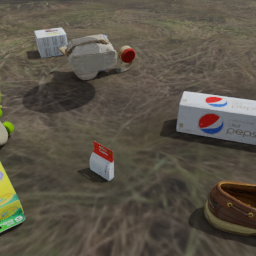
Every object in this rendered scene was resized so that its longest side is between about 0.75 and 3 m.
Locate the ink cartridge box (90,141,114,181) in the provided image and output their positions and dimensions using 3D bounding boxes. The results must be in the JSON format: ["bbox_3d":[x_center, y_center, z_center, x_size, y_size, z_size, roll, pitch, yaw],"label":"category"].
[{"bbox_3d":[-0.670,0.823,7.010,0.691,0.863,0.204,25,42,32],"label":"ink cartridge box"}]

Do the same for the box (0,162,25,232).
[{"bbox_3d":[-3.221,1.558,6.274,1.234,0.509,2.103,-22,42,-29],"label":"box"}]

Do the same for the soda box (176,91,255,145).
[{"bbox_3d":[3.056,-0.295,8.504,2.995,1.020,0.954,10,36,14],"label":"soda box"}]

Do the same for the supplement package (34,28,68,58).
[{"bbox_3d":[-3.964,-4.453,14.553,1.442,1.060,1.379,-14,37,-17],"label":"supplement package"}]

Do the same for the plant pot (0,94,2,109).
[{"bbox_3d":[-4.892,-0.877,9.610,0.818,0.742,0.814,13,36,18],"label":"plant pot"}]

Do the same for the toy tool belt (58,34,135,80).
[{"bbox_3d":[-1.368,-3.383,12.354,2.983,1.862,1.833,-18,47,-25],"label":"toy tool belt"}]

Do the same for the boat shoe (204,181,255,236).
[{"bbox_3d":[3.069,1.669,5.671,2.870,0.969,1.033,6,35,9],"label":"boat shoe"}]

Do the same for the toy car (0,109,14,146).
[{"bbox_3d":[-4.327,0.184,8.156,1.411,1.114,1.159,-21,24,22],"label":"toy car"}]
